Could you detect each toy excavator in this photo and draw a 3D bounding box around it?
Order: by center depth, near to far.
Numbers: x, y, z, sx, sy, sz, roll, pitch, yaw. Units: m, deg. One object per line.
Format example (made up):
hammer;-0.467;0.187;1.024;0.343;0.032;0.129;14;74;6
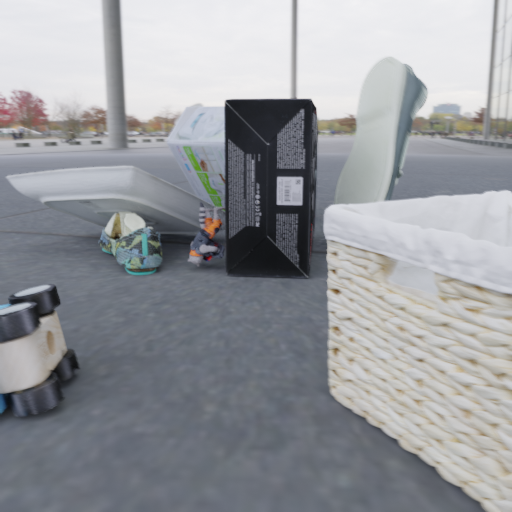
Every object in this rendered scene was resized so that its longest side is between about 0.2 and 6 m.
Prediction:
toy excavator;-2.433;0.947;4.364;1.676;0.837;1.629;-13;12;-1

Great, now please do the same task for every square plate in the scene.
square plate;-2.414;-0.902;10.454;3.150;0.448;3.121;1;-11;31

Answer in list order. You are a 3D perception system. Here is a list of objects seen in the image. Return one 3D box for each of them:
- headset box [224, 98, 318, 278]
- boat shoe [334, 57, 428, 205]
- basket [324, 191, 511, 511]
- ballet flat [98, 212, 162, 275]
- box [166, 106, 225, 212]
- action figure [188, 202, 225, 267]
headset box;0.377;-1.323;9.762;1.361;2.623;3.525;2;14;6
boat shoe;2.271;-1.666;9.788;1.068;3.456;1.258;15;-6;-31
basket;1.819;0.467;4.100;2.087;1.678;2.068;-5;14;-25
ballet flat;-2.135;-0.344;9.523;0.915;0.915;2.465;-7;14;-27
box;-0.416;-2.100;13.081;2.315;2.624;1.269;5;57;25
action figure;-0.865;-0.319;8.906;0.525;0.972;1.004;22;-7;-34
